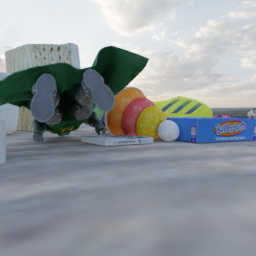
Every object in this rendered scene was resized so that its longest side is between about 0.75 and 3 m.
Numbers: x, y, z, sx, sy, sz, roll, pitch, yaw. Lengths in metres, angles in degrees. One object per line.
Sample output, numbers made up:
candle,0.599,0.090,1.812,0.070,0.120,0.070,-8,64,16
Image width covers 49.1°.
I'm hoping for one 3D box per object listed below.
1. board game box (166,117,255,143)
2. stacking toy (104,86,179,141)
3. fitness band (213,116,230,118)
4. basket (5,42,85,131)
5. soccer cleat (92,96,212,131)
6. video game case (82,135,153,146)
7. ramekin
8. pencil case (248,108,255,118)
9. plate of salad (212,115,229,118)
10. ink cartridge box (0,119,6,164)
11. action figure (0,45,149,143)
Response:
board game box,1.173,-0.007,4.837,1.245,0.368,1.637,-1,3,-25
stacking toy,0.299,-0.082,4.462,0.923,0.923,1.263,-2,23,-43
fitness band,3.570,-0.452,13.946,2.869,0.537,2.061,3,3,28
basket,-2.283,-1.062,7.672,1.609,2.374,1.464,2,9,42
soccer cleat,0.620,-0.181,6.361,2.876,0.930,1.203,4,32,-12
video game case,-0.170,0.170,4.020,0.741,0.093,0.813,-2,2,-31
ramekin,-3.486,-0.473,5.728,2.519,1.228,2.519,0,2,0
pencil case,5.683,-0.478,11.323,0.877,0.763,1.960,22,0,-8
plate of salad,3.625,-0.314,11.574,1.843,0.443,1.843,1,2,0
ink cartridge box,-1.519,0.092,2.452,0.634,0.371,1.093,-2,3,-36
action figure,-0.901,-0.218,4.067,1.725,0.799,2.921,-8,-4,-14
